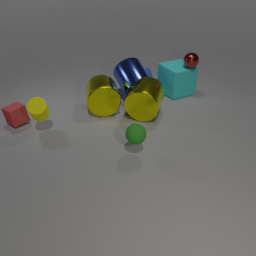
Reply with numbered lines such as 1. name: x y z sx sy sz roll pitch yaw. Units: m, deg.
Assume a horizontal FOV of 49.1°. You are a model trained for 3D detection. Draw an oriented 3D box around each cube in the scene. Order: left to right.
1. cube: -4.477 -0.545 11.171 0.700 0.700 0.700 21 41 39
2. cube: 2.395 -2.404 13.681 1.400 1.400 1.400 -16 37 -25

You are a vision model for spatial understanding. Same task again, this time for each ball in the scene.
1. ball: 0.264 0.197 9.243 0.700 0.700 0.700 0 31 0
2. ball: 2.888 -3.095 12.800 0.700 0.700 0.700 0 31 0

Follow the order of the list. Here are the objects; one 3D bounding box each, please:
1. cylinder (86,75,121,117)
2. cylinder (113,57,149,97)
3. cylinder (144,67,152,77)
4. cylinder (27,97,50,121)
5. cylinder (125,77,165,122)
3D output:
1. cylinder: -1.089 -1.402 12.050 1.400 1.400 1.400 -5 31 -9
2. cylinder: 0.212 -2.317 13.116 1.400 1.400 1.400 -17 67 -26
3. cylinder: 0.795 -2.677 14.364 0.700 0.700 0.700 -14 22 30
4. cylinder: -3.321 -0.685 10.422 0.700 0.700 0.700 1 70 -4
5. cylinder: 0.720 -1.211 11.627 1.400 1.400 1.400 9 37 15
